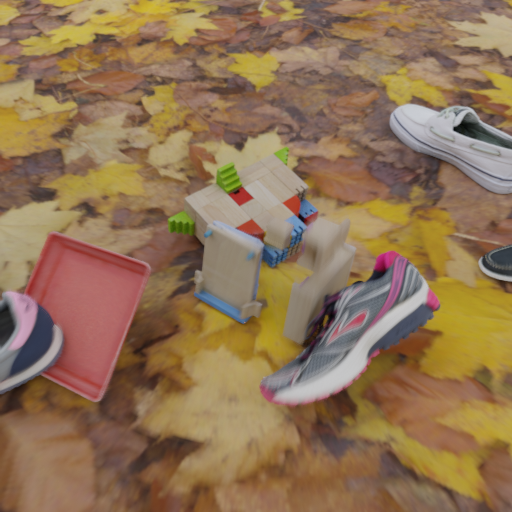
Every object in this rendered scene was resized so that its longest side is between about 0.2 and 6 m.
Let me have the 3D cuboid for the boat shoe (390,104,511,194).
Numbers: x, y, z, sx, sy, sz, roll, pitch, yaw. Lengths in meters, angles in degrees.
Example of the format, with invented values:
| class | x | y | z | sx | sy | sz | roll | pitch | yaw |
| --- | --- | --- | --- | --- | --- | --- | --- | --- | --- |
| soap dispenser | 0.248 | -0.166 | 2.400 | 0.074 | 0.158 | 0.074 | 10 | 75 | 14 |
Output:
| class | x | y | z | sx | sy | sz | roll | pitch | yaw |
| --- | --- | --- | --- | --- | --- | --- | --- | --- | --- |
| boat shoe | 4.098 | -2.506 | 11.292 | 1.173 | 1.065 | 3.189 | -30 | 52 | -27 |

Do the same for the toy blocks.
| class | x | y | z | sx | sy | sz | roll | pitch | yaw |
| --- | --- | --- | --- | --- | --- | --- | --- | --- | --- |
| toy blocks | 0.080 | -0.614 | 9.476 | 2.574 | 1.286 | 1.760 | -31 | 64 | -26 |

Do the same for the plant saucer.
| class | x | y | z | sx | sy | sz | roll | pitch | yaw |
| --- | --- | --- | --- | --- | --- | --- | --- | --- | --- |
| plant saucer | -2.455 | 0.796 | 7.811 | 1.915 | 0.351 | 1.911 | 17 | 83 | 27 |

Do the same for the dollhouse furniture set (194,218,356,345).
| class | x | y | z | sx | sy | sz | roll | pitch | yaw |
| --- | --- | --- | --- | --- | --- | --- | --- | --- | --- |
| dollhouse furniture set | 0.224 | -0.107 | 8.317 | 2.126 | 2.007 | 1.388 | 25 | 40 | 21 |

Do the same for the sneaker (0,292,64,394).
| class | x | y | z | sx | sy | sz | roll | pitch | yaw |
| --- | --- | --- | --- | --- | --- | --- | --- | --- | --- |
| sneaker | -4.049 | 1.527 | 6.966 | 3.135 | 1.286 | 1.100 | -38 | 59 | -22 |

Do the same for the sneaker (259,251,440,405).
| class | x | y | z | sx | sy | sz | roll | pitch | yaw |
| --- | --- | --- | --- | --- | --- | --- | --- | --- | --- |
| sneaker | 1.112 | 0.996 | 7.420 | 2.673 | 1.078 | 0.998 | -36 | 93 | -15 |

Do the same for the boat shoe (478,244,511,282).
| class | x | y | z | sx | sy | sz | roll | pitch | yaw |
| --- | --- | --- | --- | --- | --- | --- | --- | --- | --- |
| boat shoe | 4.629 | -0.061 | 9.052 | 1.985 | 0.599 | 0.750 | -8 | 46 | -6 |
